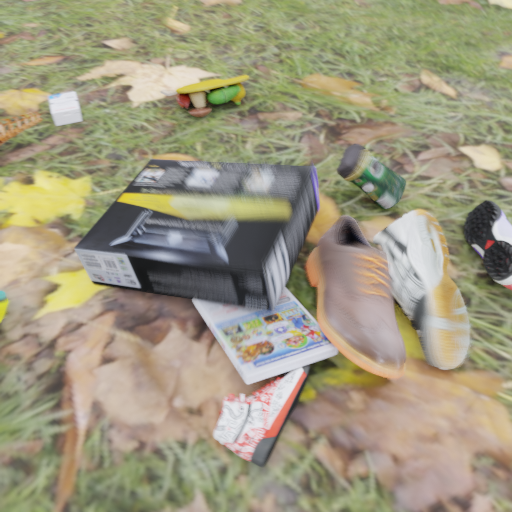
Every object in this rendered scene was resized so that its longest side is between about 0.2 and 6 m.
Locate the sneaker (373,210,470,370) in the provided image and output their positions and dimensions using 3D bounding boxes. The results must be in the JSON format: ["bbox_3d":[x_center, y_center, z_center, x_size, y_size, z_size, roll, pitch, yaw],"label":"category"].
[{"bbox_3d":[2.724,0.640,9.539,1.232,1.063,2.812,-26,53,35],"label":"sneaker"}]

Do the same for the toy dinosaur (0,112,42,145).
[{"bbox_3d":[-6.848,-2.804,12.736,3.613,1.846,2.452,1,57,-26],"label":"toy dinosaur"}]

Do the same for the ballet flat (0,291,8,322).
[{"bbox_3d":[-4.440,1.024,8.630,0.894,0.897,2.675,4,-1,-16],"label":"ballet flat"}]

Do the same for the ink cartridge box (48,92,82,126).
[{"bbox_3d":[-4.819,-3.724,14.142,0.673,0.395,0.919,-14,48,-13],"label":"ink cartridge box"}]

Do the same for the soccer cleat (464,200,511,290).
[{"bbox_3d":[4.592,-0.161,10.457,0.896,0.835,2.448,32,30,-18],"label":"soccer cleat"}]

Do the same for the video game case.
[{"bbox_3d":[0.079,1.082,9.091,1.579,0.199,2.205,-13,34,-23],"label":"video game case"}]

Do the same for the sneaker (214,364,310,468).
[{"bbox_3d":[0.075,2.112,8.209,0.936,0.583,1.746,22,52,16],"label":"sneaker"}]

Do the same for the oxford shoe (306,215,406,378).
[{"bbox_3d":[1.622,0.521,8.952,1.159,1.185,3.250,9,33,-21],"label":"oxford shoe"}]

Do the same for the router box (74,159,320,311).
[{"bbox_3d":[-0.954,-0.554,10.163,3.617,0.945,2.844,7,45,23],"label":"router box"}]

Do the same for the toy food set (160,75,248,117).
[{"bbox_3d":[-1.257,-4.025,14.305,2.353,0.769,1.384,-19,24,-20],"label":"toy food set"}]

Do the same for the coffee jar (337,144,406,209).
[{"bbox_3d":[2.332,-1.626,11.430,1.426,0.608,0.743,34,61,-17],"label":"coffee jar"}]
